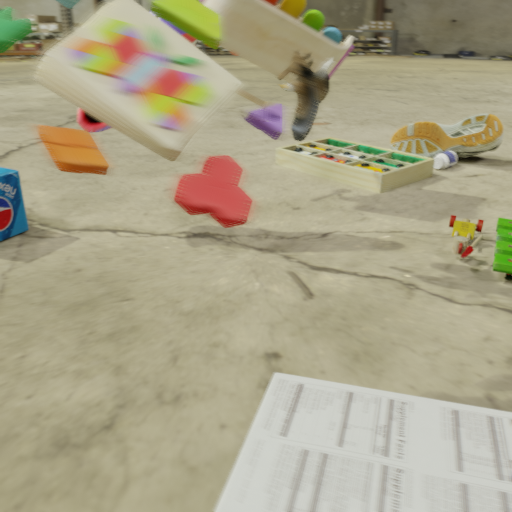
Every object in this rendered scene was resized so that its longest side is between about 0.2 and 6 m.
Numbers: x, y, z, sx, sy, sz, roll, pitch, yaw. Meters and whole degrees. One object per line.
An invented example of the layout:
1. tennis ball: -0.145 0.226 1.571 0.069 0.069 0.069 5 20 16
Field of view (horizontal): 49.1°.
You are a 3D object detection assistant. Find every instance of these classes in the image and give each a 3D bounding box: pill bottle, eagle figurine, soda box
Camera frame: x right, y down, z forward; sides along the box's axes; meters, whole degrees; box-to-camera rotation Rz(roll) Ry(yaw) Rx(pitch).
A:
1. pill bottle: 4.590 -2.329 13.700 0.652 0.390 0.390 -21 31 -39
2. eagle figurine: 0.690 -2.251 7.750 0.812 1.070 0.807 -31 40 -5
3. soda box: -5.804 -1.083 9.986 3.554 1.140 1.205 13 27 26

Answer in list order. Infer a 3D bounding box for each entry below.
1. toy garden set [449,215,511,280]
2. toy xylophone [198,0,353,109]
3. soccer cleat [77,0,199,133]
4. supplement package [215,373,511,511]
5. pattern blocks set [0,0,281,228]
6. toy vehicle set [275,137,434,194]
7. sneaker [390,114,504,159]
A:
1. toy garden set: 3.788 -0.104 8.792 1.610 0.385 1.931 12 27 20
2. toy xylophone: 0.190 -4.143 10.947 3.224 2.361 0.810 28 45 -28
3. soccer cleat: -1.876 -3.022 9.025 2.759 0.941 1.010 -40 22 20
4. supplement package: 0.819 1.770 3.280 1.841 1.397 1.387 7 25 14
5. pattern blocks set: -0.981 -1.556 4.890 2.596 0.210 2.282 23 60 -8
6. toy vehicle set: 2.305 -2.265 13.512 2.021 0.431 3.252 -20 31 -38
7. sneaker: 4.901 -2.853 14.451 2.754 1.042 1.207 0 -12 28
